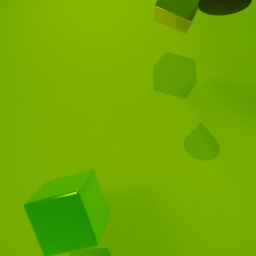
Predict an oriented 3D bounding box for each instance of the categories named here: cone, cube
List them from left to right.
[{"bbox_3d":[-1.058,1.517,5.151,1.040,1.040,1.040,-16,100,11],"label":"cube"},{"bbox_3d":[1.502,-3.639,8.191,1.140,1.140,1.140,24,94,3],"label":"cube"},{"bbox_3d":[2.076,-3.184,5.995,1.093,1.093,1.097,3,87,1],"label":"cone"}]
